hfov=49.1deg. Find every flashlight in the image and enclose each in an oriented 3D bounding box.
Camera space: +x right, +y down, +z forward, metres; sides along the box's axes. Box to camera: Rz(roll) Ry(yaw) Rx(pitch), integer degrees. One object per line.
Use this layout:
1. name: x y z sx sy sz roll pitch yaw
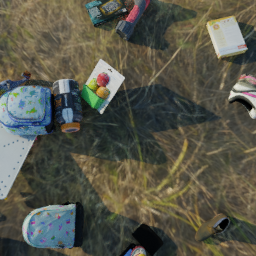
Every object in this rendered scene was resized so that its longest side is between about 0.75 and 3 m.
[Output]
1. flashlight: 0.228 -4.716 11.415 0.751 0.753 2.217 30 78 9

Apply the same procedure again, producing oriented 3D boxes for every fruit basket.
1. fruit basket: -0.964 -1.541 10.416 1.469 0.743 1.586 41 101 30

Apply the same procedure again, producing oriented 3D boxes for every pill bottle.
1. pill bottle: -2.218 -0.787 10.393 0.982 0.982 1.848 -9 77 -2

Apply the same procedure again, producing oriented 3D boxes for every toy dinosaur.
1. toy dinosaur: -4.728 -1.627 10.645 2.189 1.149 1.986 31 60 17

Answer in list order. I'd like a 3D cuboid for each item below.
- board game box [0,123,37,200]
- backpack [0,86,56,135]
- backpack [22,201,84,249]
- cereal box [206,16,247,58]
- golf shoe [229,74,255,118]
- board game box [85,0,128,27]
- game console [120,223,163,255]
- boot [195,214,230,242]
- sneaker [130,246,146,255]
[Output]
1. board game box: -4.948 0.991 9.857 2.676 0.346 2.676 13 55 3
2. backpack: -3.645 -0.664 10.008 1.857 1.364 1.699 -5 65 -4
3. backpack: -2.438 3.192 9.202 1.919 1.215 1.601 5 70 -19
4. cereal box: 4.005 -3.701 11.397 1.155 0.317 1.605 -13 78 -3
5. golf shoe: 5.169 -0.727 10.401 2.918 1.059 1.344 34 83 16
6. board game box: -0.905 -4.980 11.743 1.553 0.219 1.050 -23 78 -5
7. game console: 0.321 4.216 9.655 1.008 0.206 1.710 44 81 9
8. boot: 2.901 3.427 9.598 1.363 0.661 0.509 -37 80 -8
9. sneaker: 0.176 4.742 9.235 0.606 0.639 1.556 19 85 -9
